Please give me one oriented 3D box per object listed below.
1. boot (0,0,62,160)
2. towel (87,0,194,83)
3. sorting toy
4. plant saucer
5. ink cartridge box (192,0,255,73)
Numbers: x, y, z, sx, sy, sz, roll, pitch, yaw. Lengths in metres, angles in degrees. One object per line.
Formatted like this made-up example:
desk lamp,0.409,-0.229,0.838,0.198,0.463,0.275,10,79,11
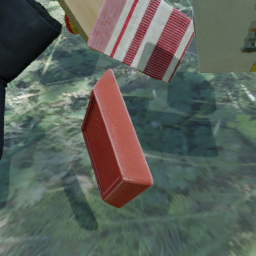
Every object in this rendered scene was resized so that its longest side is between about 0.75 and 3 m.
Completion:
boot,-1.898,-0.885,4.159,2.200,1.000,2.618,-41,55,8
towel,0.358,-2.051,6.107,2.147,1.547,0.244,20,14,-24
sorting toy,-1.307,-4.063,7.889,0.944,2.712,2.695,11,74,21
plant saucer,-0.278,0.252,3.686,0.272,1.484,1.481,-12,69,-23
ink cartridge box,2.118,-1.900,4.145,2.160,1.562,1.570,3,60,20
